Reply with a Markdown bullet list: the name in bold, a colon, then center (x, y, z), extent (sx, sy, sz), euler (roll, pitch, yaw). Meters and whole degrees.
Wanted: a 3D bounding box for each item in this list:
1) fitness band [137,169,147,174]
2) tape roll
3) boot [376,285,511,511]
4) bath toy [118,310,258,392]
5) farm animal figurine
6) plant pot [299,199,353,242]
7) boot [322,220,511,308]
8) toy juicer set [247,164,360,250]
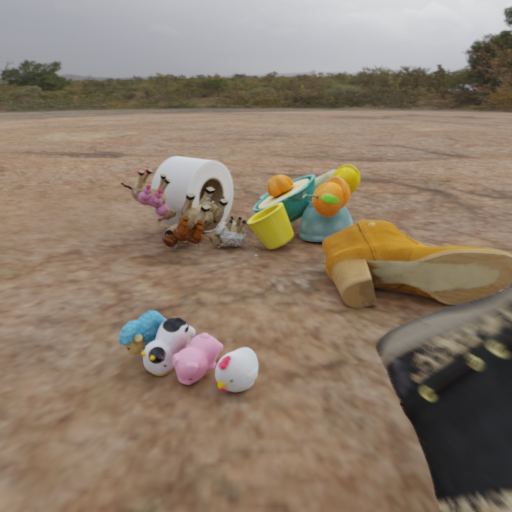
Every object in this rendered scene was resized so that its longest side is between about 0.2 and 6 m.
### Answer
- **fitness band**: center (-3.440, -2.589, 17.235), extent (0.500, 0.094, 0.359), euler (16, 27, 42)
- **tape roll**: center (-1.233, -1.211, 10.957), extent (0.965, 1.406, 1.406), euler (12, 22, 34)
- **boot**: center (1.847, 0.927, 3.488), extent (2.000, 1.506, 0.732), euler (-22, -31, 22)
- **bath toy**: center (-0.680, 0.996, 5.632), extent (1.445, 0.628, 0.534), euler (16, -10, 28)
- **farm animal figurine**: center (-1.292, -0.681, 9.892), extent (1.782, 0.940, 1.802), euler (-7, 46, -40)
- **plant pot**: center (1.296, -0.710, 10.418), extent (1.035, 0.693, 1.035), euler (-4, 15, 1)
- **boot**: center (2.197, -0.057, 7.986), extent (2.442, 0.859, 1.748), euler (-8, 29, 5)
- **toy juicer set**: center (0.902, -1.330, 10.870), extent (2.132, 0.912, 3.351), euler (-28, 14, 10)
